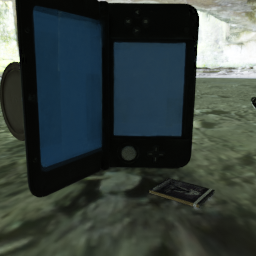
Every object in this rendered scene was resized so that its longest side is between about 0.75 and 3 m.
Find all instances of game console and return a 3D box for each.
[{"bbox_3d":[-0.079,-0.519,4.260,2.503,2.846,1.656,1,13,1],"label":"game console"}]

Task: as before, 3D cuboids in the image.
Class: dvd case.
[{"bbox_3d":[0.799,0.938,4.132,0.786,0.063,0.584,8,14,37],"label":"dvd case"}]

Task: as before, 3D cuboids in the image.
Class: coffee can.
[{"bbox_3d":[-1.784,-0.804,7.575,1.890,1.890,2.583,12,16,42],"label":"coffee can"}]

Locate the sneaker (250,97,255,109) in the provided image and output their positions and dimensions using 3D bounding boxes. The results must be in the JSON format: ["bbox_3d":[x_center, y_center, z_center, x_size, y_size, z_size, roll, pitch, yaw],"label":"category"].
[{"bbox_3d":[3.958,-0.634,8.426,0.831,0.307,0.330,37,4,-15],"label":"sneaker"}]
